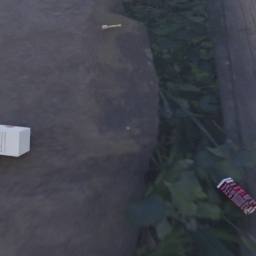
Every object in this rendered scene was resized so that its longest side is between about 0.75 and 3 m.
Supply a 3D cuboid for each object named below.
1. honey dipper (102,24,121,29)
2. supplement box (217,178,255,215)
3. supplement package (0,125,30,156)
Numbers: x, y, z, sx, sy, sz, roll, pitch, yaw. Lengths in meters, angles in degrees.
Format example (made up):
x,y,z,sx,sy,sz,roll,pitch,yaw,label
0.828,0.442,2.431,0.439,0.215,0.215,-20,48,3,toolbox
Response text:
x,y,z,sx,sy,sz,roll,pitch,yaw,label
-0.695,-4.370,12.018,0.847,0.161,0.161,-16,52,-19,honey dipper
2.706,1.664,6.890,0.505,0.282,0.927,5,34,-50,supplement box
-3.400,0.318,7.724,1.157,0.693,0.701,6,9,4,supplement package
